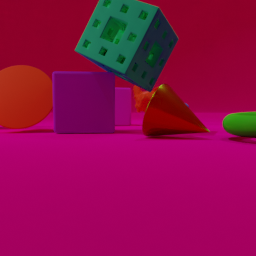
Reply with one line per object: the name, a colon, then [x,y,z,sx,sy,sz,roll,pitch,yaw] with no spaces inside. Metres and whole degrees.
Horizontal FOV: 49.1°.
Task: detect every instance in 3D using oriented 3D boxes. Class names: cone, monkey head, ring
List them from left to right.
cone: [-2.530,-0.471,7.040,1.580,1.580,1.586,0,-19,-7]
monkey head: [0.643,-0.975,9.154,0.870,1.039,1.444,-9,-24,-15]
cone: [0.951,-0.127,4.924,1.032,1.028,1.028,24,14,23]
ring: [2.423,-0.072,4.563,1.677,0.335,1.677,-2,6,0]

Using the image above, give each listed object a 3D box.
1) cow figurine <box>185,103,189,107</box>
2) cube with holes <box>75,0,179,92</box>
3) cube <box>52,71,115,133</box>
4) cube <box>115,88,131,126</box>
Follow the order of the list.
cow figurine: [1.934,-0.865,12.672,1.456,0.799,1.433,-16,29,-8]
cube with holes: [0.019,-1.808,6.060,1.364,1.364,1.364,30,5,26]
cube: [-0.965,-0.597,6.471,1.291,1.291,1.291,0,7,-4]
cube: [-0.682,-0.707,9.464,1.230,1.230,1.230,-2,4,-24]
